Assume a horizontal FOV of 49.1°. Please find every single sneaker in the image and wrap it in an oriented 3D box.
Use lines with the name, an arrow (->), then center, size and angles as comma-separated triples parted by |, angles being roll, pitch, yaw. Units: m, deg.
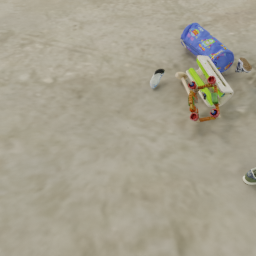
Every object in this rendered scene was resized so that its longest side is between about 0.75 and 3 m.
sneaker -> 4.058, -2.064, 9.866 | 0.320, 0.495, 0.913 | 7, 41, -3
sneaker -> 1.039, -1.788, 10.018 | 0.321, 0.323, 0.892 | 25, 63, 17
sneaker -> 3.455, 1.155, 6.956 | 1.093, 0.491, 0.366 | -5, 52, -3

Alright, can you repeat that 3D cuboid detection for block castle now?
block castle -> 2.237, -0.841, 8.291 | 0.868, 0.609, 1.299 | -11, 67, 32

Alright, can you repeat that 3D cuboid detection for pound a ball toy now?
pound a ball toy -> 2.574, -1.523, 9.483 | 0.807, 1.239, 1.900 | -4, 56, -33

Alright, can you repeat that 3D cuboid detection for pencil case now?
pencil case -> 2.987, -3.153, 10.955 | 1.103, 0.991, 2.539 | -24, 50, -7
